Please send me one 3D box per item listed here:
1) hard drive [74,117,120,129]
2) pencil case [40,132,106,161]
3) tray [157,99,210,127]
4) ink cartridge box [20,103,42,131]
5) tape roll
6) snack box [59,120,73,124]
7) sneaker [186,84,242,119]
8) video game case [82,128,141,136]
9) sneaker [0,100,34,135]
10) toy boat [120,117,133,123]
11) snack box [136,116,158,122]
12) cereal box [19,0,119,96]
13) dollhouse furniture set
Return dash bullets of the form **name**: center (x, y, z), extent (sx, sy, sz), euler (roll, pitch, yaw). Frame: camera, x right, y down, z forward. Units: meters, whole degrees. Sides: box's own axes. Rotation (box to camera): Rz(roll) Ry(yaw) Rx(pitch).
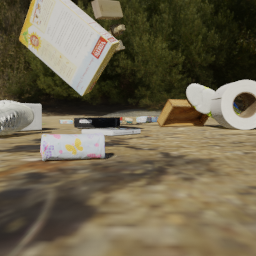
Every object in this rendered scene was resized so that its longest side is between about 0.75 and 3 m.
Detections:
- **hard drive**: center (-1.171, -0.231, 11.415), extent (1.617, 0.438, 2.315), euler (0, 4, 1)
- **pencil case**: center (-0.679, 0.231, 3.511), extent (0.812, 0.337, 0.368), euler (-1, -1, -16)
- **tray**: center (2.542, -0.636, 12.082), extent (2.454, 1.211, 0.454), euler (-2, 46, -31)
- **ink cartridge box**: center (-4.101, -0.357, 8.957), extent (1.572, 0.947, 2.164), euler (3, 6, 38)
- **tape roll**: center (4.079, -0.830, 10.311), extent (1.765, 1.765, 1.212), euler (0, 2, 0)
- **snack box**: center (-3.597, -0.363, 16.195), extent (0.641, 0.205, 1.103), euler (-1, 3, -19)
- **sneaker**: center (3.578, -1.027, 11.670), extent (2.659, 1.007, 1.397), euler (35, 26, -3)
- **video game case**: center (-0.476, 0.104, 7.885), extent (1.248, 0.146, 1.135), euler (1, 4, 43)
- **sneaker**: center (-3.220, -0.139, 6.738), extent (1.026, 0.952, 2.532), euler (15, 14, 29)
- **toy boat**: center (-0.105, -0.428, 16.688), extent (0.794, 0.369, 0.668), euler (7, 5, -14)
- **snack box**: center (1.263, -0.570, 18.507), extent (1.138, 0.385, 0.959), euler (0, 3, 32)
- **cereal box**: center (-1.679, -2.366, 7.640), extent (2.549, 1.834, 0.504), euler (42, 35, 4)
- **dollhouse furniture set**: center (-1.135, -3.660, 10.629), extent (1.468, 1.802, 1.714), euler (-7, 13, 36)
